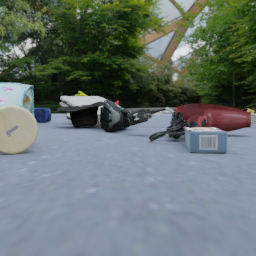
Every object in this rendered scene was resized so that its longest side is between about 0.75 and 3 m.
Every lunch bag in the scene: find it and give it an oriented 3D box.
[{"bbox_3d":[-3.848,-0.563,12.414,0.952,0.646,0.630,0,4,6],"label":"lunch bag"},{"bbox_3d":[-4.783,-0.887,10.308,2.271,1.625,2.666,1,13,-8],"label":"lunch bag"}]

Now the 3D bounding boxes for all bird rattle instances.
[{"bbox_3d":[-1.500,-0.620,12.551,2.354,1.326,1.919,20,28,12],"label":"bird rattle"}]

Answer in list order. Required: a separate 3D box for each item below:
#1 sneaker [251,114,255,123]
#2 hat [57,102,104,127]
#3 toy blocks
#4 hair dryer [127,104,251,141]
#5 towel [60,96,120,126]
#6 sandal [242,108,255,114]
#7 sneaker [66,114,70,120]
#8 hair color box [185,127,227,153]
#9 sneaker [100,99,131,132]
[{"bbox_3d":[5.463,-0.379,11.769,1.072,0.402,0.453,11,8,14],"label":"sneaker"},{"bbox_3d":[-1.351,-0.378,8.829,1.809,0.730,1.809,-8,9,1],"label":"hat"},{"bbox_3d":[-2.129,-0.016,4.004,1.414,0.616,1.697,-1,4,-25],"label":"toy blocks"},{"bbox_3d":[1.374,-0.021,5.678,2.546,0.692,1.939,-9,18,-17],"label":"hair dryer"},{"bbox_3d":[-1.259,-0.688,10.881,1.922,0.500,2.900,-6,23,-36],"label":"towel"},{"bbox_3d":[5.077,-0.554,12.367,2.345,0.633,0.942,-1,4,-9],"label":"sandal"},{"bbox_3d":[-2.478,-0.780,14.430,0.648,0.826,1.663,3,5,42],"label":"sneaker"},{"bbox_3d":[1.068,0.151,3.966,0.461,0.282,0.932,0,3,7],"label":"hair color box"},{"bbox_3d":[-0.288,-0.342,7.640,0.870,0.828,2.195,1,4,-9],"label":"sneaker"}]
